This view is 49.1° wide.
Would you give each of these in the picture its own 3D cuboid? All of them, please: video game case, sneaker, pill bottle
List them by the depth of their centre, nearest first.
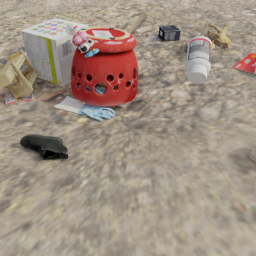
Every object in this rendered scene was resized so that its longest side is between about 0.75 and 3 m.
[{"bbox_3d":[-2.159,0.517,7.172,1.345,0.404,0.701,2,33,-3],"label":"sneaker"},{"bbox_3d":[1.970,-1.887,7.831,0.684,0.684,1.235,7,64,9],"label":"pill bottle"},{"bbox_3d":[-3.669,-1.039,9.456,0.860,0.075,0.615,-13,39,-16],"label":"video game case"}]

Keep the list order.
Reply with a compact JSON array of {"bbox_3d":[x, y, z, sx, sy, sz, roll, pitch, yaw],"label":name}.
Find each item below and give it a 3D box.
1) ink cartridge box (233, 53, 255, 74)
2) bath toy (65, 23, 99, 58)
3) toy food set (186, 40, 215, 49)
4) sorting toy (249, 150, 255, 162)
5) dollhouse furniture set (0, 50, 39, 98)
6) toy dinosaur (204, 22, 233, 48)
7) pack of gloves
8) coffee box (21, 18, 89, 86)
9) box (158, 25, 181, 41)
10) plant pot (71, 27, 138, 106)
[{"bbox_3d":[5.511,-2.683,11.290,1.771,0.449,2.010,27,45,29],"label":"ink cartridge box"},{"bbox_3d":[-1.173,-2.288,7.188,0.360,0.974,0.424,-3,49,44],"label":"bath toy"},{"bbox_3d":[3.290,-3.760,12.785,1.291,0.317,1.305,9,38,11],"label":"toy food set"},{"bbox_3d":[4.213,0.737,6.737,1.667,0.584,1.677,-17,40,-21],"label":"sorting toy"},{"bbox_3d":[-4.171,-1.334,9.260,1.884,1.184,2.130,-23,33,10],"label":"dollhouse furniture set"},{"bbox_3d":[4.447,-4.516,13.649,1.322,0.761,2.614,22,46,1],"label":"toy dinosaur"},{"bbox_3d":[-1.093,-0.980,9.128,2.027,0.400,1.703,17,40,21],"label":"pack of gloves"},{"bbox_3d":[-2.598,-2.888,10.478,1.722,1.741,1.739,21,42,25],"label":"coffee box"},{"bbox_3d":[2.036,-4.685,13.808,0.831,0.524,0.846,-9,39,-11],"label":"box"},{"bbox_3d":[-0.714,-2.055,9.035,2.242,2.042,2.242,5,31,-3],"label":"plant pot"}]
